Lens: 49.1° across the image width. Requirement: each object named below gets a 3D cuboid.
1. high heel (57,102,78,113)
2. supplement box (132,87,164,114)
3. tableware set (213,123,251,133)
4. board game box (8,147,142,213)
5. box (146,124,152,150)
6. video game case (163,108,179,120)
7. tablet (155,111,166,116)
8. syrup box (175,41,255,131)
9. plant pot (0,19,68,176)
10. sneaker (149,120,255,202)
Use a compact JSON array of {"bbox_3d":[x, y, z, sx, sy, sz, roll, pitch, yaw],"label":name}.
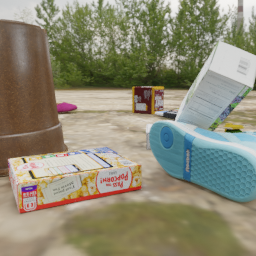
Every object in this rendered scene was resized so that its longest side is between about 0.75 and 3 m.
[{"bbox_3d":[-3.559,-1.293,12.543,2.573,1.237,0.867,0,9,-3],"label":"high heel"},{"bbox_3d":[0.891,-1.254,12.508,1.194,1.178,0.793,7,12,37],"label":"supplement box"},{"bbox_3d":[2.271,0.081,7.403,1.739,0.267,1.171,-7,9,-32],"label":"tableware set"},{"bbox_3d":[-0.749,0.603,3.771,1.515,0.351,1.148,-5,10,-26],"label":"board game box"},{"bbox_3d":[1.032,0.152,6.021,1.287,0.387,0.751,-3,15,7],"label":"box"},{"bbox_3d":[2.322,-0.442,9.934,1.670,0.213,1.509,12,17,32],"label":"video game case"},{"bbox_3d":[2.588,-0.600,11.624,2.563,0.175,1.668,-7,13,-34],"label":"tablet"},{"bbox_3d":[1.234,-0.464,4.184,0.613,0.593,1.506,24,-30,4],"label":"syrup box"},{"bbox_3d":[-2.295,-0.606,4.956,2.323,2.300,2.323,0,12,0],"label":"plant pot"},{"bbox_3d":[1.346,0.334,4.137,1.341,0.817,2.054,-9,22,-33],"label":"sneaker"}]
